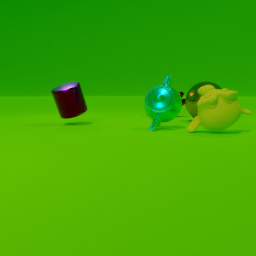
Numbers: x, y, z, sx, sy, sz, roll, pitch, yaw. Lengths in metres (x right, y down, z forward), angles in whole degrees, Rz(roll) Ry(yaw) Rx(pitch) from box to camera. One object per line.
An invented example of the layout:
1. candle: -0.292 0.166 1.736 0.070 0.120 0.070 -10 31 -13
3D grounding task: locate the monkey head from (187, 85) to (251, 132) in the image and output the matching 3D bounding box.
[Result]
1. monkey head: 2.019 -0.473 6.490 1.536 0.925 1.105 -17 28 -2

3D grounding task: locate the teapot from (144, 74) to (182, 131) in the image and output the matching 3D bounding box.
1. teapot: 0.824 -0.603 6.968 0.972 1.563 0.765 14 -11 21

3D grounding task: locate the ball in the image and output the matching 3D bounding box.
1. ball: 2.435 -0.831 8.811 1.260 1.260 1.260 0 7 0

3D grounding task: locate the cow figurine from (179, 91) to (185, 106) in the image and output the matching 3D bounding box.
1. cow figurine: 1.377 -0.959 10.847 1.361 0.759 1.383 -37 33 -20

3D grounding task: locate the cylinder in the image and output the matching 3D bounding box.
1. cylinder: -1.670 -0.802 8.039 0.833 0.833 0.833 -12 24 5
